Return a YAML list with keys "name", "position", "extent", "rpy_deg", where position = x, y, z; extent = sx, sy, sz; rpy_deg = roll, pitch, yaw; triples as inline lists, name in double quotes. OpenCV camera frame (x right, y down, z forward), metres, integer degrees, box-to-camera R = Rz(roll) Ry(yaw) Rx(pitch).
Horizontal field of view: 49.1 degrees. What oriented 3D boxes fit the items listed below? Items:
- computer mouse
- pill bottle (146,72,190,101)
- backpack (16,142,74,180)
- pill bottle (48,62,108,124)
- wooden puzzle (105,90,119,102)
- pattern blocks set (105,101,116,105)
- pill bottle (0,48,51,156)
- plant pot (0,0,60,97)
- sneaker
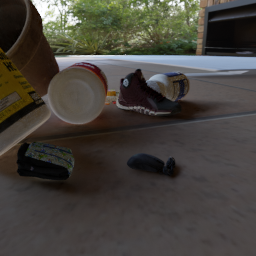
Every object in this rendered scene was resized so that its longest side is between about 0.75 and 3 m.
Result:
- name: "computer mouse"
  position: [0.430, 0.631, 5.333]
  extent: [0.925, 0.244, 0.641]
  rpy_deg: [5, 19, 15]
- name: "pill bottle"
  position: [1.409, -1.491, 10.607]
  extent: [1.140, 1.140, 2.054]
  rpy_deg: [13, 21, 36]
- name: "backpack"
  position: [-1.347, 0.580, 4.741]
  extent: [0.860, 0.701, 0.661]
  rpy_deg: [19, 43, 5]
- name: "pill bottle"
  position: [-1.477, -1.266, 9.065]
  extent: [1.638, 1.638, 2.900]
  rpy_deg: [-1, 17, -2]
- name: "wooden puzzle"
  position: [-0.390, -1.405, 11.533]
  extent: [1.478, 0.369, 1.596]
  rpy_deg: [-2, 15, -6]
- name: "pattern blocks set"
  position: [-0.857, -0.999, 10.844]
  extent: [0.765, 0.062, 0.672]
  rpy_deg: [-9, 20, -27]
- name: "pill bottle"
  position: [-2.958, -0.906, 5.278]
  extent: [1.619, 2.880, 1.619]
  rpy_deg: [-36, 10, 7]
- name: "plant pot"
  position: [-3.341, -2.125, 8.327]
  extent: [2.899, 2.899, 2.528]
  rpy_deg: [8, -19, 23]
- name: "sneaker"
  position: [0.615, -1.228, 9.280]
  extent: [2.464, 1.423, 0.932]
  rpy_deg: [11, 21, 32]
